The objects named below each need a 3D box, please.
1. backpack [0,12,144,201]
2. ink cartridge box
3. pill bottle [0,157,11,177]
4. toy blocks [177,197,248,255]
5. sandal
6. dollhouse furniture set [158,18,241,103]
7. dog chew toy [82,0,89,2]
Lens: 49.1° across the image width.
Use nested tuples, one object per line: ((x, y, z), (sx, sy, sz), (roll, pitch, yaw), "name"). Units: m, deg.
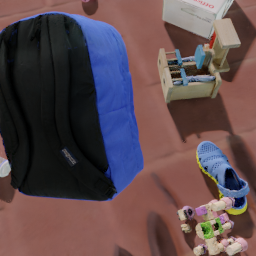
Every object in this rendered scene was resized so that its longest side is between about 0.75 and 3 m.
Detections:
((-1.057, -0.492, 5.220), (2.395, 2.948, 2.473), (-6, 14, 23), "backpack")
((2.711, -4.793, 10.242), (1.961, 1.126, 2.700), (28, 65, 15), "ink cartridge box")
((-3.572, 0.957, 7.481), (0.805, 0.458, 0.458), (20, 63, 12), "pill bottle")
((2.106, 2.294, 6.619), (1.082, 1.285, 1.201), (-3, 69, -39), "toy blocks")
((2.463, 1.140, 7.157), (0.799, 0.876, 2.011), (-23, 62, -10), "sandal")
((1.861, -2.095, 8.107), (1.608, 2.282, 1.599), (-6, 61, -3), "dollhouse furniture set")
((-1.649, -5.333, 10.874), (0.622, 0.622, 0.999), (1, 70, 0), "dog chew toy")
